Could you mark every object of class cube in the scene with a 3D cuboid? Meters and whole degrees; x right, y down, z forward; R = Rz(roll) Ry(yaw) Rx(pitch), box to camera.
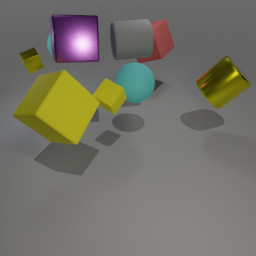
[{"bbox_3d":[1.113,-4.064,13.159,1.400,1.400,1.400,0,35,41],"label":"cube"},{"bbox_3d":[-1.780,-2.926,9.218,1.400,1.400,1.400,-6,19,-17],"label":"cube"},{"bbox_3d":[-1.923,-0.522,7.596,1.400,1.400,1.400,2,58,46],"label":"cube"},{"bbox_3d":[-4.127,-2.896,12.036,0.700,0.700,0.700,-27,52,-11],"label":"cube"},{"bbox_3d":[-0.556,-0.978,8.730,0.700,0.700,0.700,32,78,18],"label":"cube"}]

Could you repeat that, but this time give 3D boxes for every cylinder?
[{"bbox_3d":[3.445,-1.638,10.153,1.400,1.400,1.400,36,30,-25],"label":"cylinder"},{"bbox_3d":[0.118,-3.358,10.672,1.400,1.400,1.400,-8,33,-10],"label":"cylinder"}]

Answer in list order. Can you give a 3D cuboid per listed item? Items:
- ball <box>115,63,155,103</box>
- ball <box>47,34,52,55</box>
[{"bbox_3d":[0.238,-1.579,9.830,1.400,1.400,1.400,0,32,0],"label":"ball"},{"bbox_3d":[-2.484,-3.335,11.168,1.400,1.400,1.400,0,32,0],"label":"ball"}]
